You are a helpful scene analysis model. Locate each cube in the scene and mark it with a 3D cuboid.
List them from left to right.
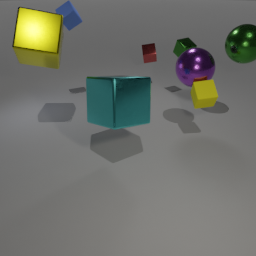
[{"bbox_3d":[-2.969,-2.971,9.468,1.400,1.400,1.400,6,-9,-12],"label":"cube"},{"bbox_3d":[-2.411,-4.589,11.448,0.700,0.700,0.700,-31,62,9],"label":"cube"},{"bbox_3d":[-0.288,-0.825,8.356,1.400,1.400,1.400,-10,16,-39],"label":"cube"},{"bbox_3d":[1.129,-3.956,14.828,0.700,0.700,0.700,-7,65,5],"label":"cube"},{"bbox_3d":[2.660,-3.702,13.115,0.700,0.700,0.700,-19,58,-25],"label":"cube"},{"bbox_3d":[2.628,-1.165,9.718,0.700,0.700,0.700,-8,66,0],"label":"cube"}]

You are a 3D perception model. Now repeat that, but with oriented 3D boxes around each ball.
[{"bbox_3d":[2.413,-2.165,10.067,1.400,1.400,1.400,0,28,0],"label":"ball"},{"bbox_3d":[4.287,-3.074,10.271,1.400,1.400,1.400,0,28,0],"label":"ball"}]
